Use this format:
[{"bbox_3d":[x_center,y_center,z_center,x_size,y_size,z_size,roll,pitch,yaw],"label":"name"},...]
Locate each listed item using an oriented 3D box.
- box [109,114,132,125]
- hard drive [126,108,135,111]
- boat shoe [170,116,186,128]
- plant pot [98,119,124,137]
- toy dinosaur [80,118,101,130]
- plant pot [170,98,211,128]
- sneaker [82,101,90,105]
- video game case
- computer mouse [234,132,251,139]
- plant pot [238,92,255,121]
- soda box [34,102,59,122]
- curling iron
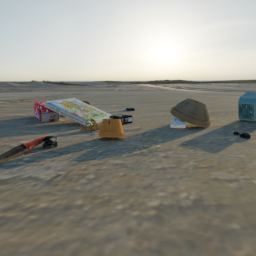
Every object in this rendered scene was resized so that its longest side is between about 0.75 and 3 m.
[{"bbox_3d":[-0.322,-0.398,12.990,0.695,0.365,0.849,8,13,42],"label":"box"},{"bbox_3d":[0.155,-1.253,18.719,0.538,0.127,0.771,-1,10,-3],"label":"hard drive"},{"bbox_3d":[2.172,-0.359,12.041,0.636,0.605,1.767,2,10,13],"label":"boat shoe"},{"bbox_3d":[-0.557,-0.002,9.565,0.884,0.619,0.884,2,1,0],"label":"plant pot"},{"bbox_3d":[-1.225,-0.071,11.320,1.468,0.443,0.780,-10,30,-19],"label":"toy dinosaur"},{"bbox_3d":[2.810,-0.749,12.123,1.800,0.831,1.800,17,16,-5],"label":"plant pot"},{"bbox_3d":[-3.070,-1.193,16.506,0.824,0.769,2.182,2,9,28],"label":"sneaker"},{"bbox_3d":[-2.299,-0.824,13.394,2.331,0.282,2.561,24,17,14],"label":"video game case"},{"bbox_3d":[4.075,0.207,10.042,0.294,0.171,1.004,-2,9,-8],"label":"computer mouse"},{"bbox_3d":[6.055,-0.945,13.676,1.363,1.338,1.334,-19,20,-39],"label":"plant pot"},{"bbox_3d":[-4.268,-0.890,14.571,0.889,0.806,2.541,-5,11,-26],"label":"soda box"},{"bbox_3d":[-2.724,0.546,7.634,0.592,0.305,2.389,5,11,22],"label":"curling iron"}]
